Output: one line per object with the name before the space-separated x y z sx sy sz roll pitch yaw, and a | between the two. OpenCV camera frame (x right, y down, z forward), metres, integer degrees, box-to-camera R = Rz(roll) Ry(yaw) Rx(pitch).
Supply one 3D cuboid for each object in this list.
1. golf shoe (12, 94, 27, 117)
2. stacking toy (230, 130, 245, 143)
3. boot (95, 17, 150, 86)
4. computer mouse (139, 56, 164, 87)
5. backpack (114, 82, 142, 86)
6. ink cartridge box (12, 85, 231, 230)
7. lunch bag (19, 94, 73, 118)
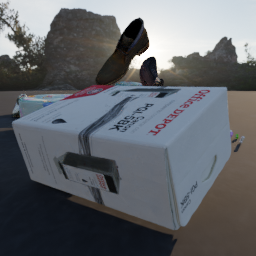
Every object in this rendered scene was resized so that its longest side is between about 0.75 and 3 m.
golf shoe | -5.185 -1.086 13.605 0.887 1.013 2.299 -3 11 -21
stacking toy | 2.915 0.149 7.983 0.637 0.198 0.844 25 13 7
boot | -0.231 -2.177 7.981 0.812 2.174 1.054 36 -14 20
computer mouse | 0.444 -1.097 6.051 0.321 0.842 1.217 5 53 -13
backpack | 0.283 -0.868 10.372 2.167 1.644 2.597 0 12 -20
ink cartridge box | -0.062 0.139 4.410 2.768 1.147 2.032 7 29 35
lunch bag | -2.288 -0.520 9.738 2.988 1.152 2.397 -4 13 -23
